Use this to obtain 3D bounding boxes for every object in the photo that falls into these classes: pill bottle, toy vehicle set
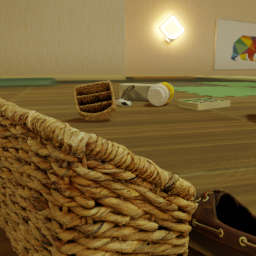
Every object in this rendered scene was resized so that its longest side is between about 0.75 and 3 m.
[{"bbox_3d":[1.524,-1.581,13.014,0.988,0.988,1.808,5,15,22],"label":"pill bottle"},{"bbox_3d":[3.379,-1.097,12.508,2.078,0.276,1.291,-8,15,-32],"label":"toy vehicle set"}]

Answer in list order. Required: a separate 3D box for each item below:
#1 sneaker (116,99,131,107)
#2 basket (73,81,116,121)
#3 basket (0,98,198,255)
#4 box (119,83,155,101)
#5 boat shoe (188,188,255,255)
[{"bbox_3d":[-0.255,-1.147,12.660,0.832,0.304,0.295,10,12,34],"label":"sneaker"},{"bbox_3d":[-1.077,-0.847,9.194,1.294,0.923,0.964,-8,-31,0],"label":"basket"},{"bbox_3d":[-0.387,0.461,2.827,1.503,1.569,2.106,-10,15,-37],"label":"basket"},{"bbox_3d":[0.597,-1.890,14.745,2.061,0.847,0.705,5,15,27],"label":"box"},{"bbox_3d":[0.962,0.945,2.753,0.673,0.672,1.911,-8,14,-25],"label":"boat shoe"}]
